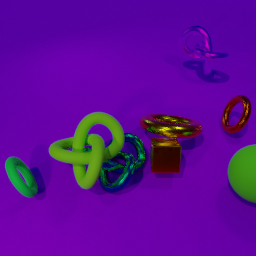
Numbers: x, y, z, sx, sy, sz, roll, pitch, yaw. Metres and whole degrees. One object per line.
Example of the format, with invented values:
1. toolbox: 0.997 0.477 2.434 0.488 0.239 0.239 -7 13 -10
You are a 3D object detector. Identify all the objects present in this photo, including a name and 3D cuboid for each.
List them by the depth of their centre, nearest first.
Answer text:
1. ball: 2.999 1.044 6.421 1.332 1.332 1.332 0 43 0
2. ring: -2.539 1.170 6.721 0.220 1.098 1.098 -32 49 -5
3. knot shape: -0.964 0.607 6.754 1.866 0.862 1.746 -22 49 10
4. cube: 0.941 0.692 7.190 0.715 0.715 0.715 0 15 0
5. knot shape: -0.220 0.785 7.360 1.595 0.788 1.704 -27 50 -26
6. ring: 1.222 -0.082 8.040 1.815 0.363 1.815 6 13 -1
7. ring: 3.190 -0.408 8.289 0.238 1.190 1.190 16 41 -15
8. knot shape: 2.826 -2.697 10.331 0.917 1.857 1.984 -45 61 2
